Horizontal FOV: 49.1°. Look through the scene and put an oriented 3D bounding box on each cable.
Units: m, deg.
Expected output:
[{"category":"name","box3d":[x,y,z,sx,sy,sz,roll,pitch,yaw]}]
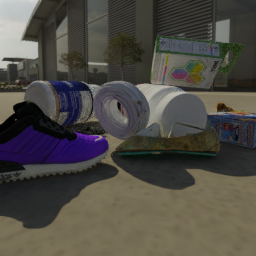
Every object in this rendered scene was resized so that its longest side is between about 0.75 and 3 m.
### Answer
[{"category":"cable","box3d":[-0.177,-0.442,6.982,1.532,1.532,0.531,38,46,19]}]

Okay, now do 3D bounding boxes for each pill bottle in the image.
[{"category":"pill bottle","box3d":[-2.331,-0.977,10.977,1.725,1.725,2.981,7,11,36]},{"category":"pill bottle","box3d":[0.944,-0.464,8.210,1.575,1.575,2.779,-4,11,-20]}]

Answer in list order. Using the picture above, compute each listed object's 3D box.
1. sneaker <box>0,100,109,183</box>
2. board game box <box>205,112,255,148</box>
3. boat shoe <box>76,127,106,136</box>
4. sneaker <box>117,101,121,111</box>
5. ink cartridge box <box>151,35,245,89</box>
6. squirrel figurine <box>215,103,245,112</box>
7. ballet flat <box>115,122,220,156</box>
[{"category":"sneaker","box3d":[-1.587,0.151,5.253,2.712,1.349,0.943,-6,11,-30]},{"category":"board game box","box3d":[3.332,-0.010,8.231,2.270,0.700,2.269,-3,11,-19]},{"category":"boat shoe","box3d":[-1.131,0.120,8.609,1.003,0.339,0.360,-4,9,-32]},{"category":"sneaker","box3d":[-0.228,-1.347,15.675,1.448,0.966,2.527,0,6,7]},{"category":"ink cartridge box","box3d":[2.196,-2.071,9.120,2.769,0.821,1.438,6,-30,2]},{"category":"squirrel figurine","box3d":[4.199,-0.606,11.596,1.131,0.858,1.212,9,14,13]},{"category":"ballet flat","box3d":[0.892,0.239,6.431,2.358,0.834,0.834,0,9,2]}]
